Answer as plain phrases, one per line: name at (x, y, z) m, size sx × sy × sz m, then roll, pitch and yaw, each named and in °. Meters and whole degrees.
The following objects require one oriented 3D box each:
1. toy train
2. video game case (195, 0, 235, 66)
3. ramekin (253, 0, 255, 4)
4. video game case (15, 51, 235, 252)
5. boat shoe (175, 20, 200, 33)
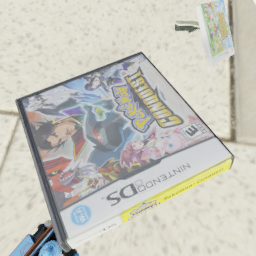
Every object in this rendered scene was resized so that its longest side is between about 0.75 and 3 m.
toy train at (-1.680, 2.451, 4.834) m, size 1.081 × 0.820 × 1.892 m, roll 29°, pitch 74°, yaw 43°
video game case at (2.063, -2.238, 6.517) m, size 1.217 × 0.147 × 1.337 m, roll -32°, pitch 110°, yaw -41°
ramekin at (2.733, -2.920, 5.380) m, size 0.562 × 1.154 × 1.154 m, roll -25°, pitch 64°, yaw 14°
video game case at (-0.260, 0.031, 4.540) m, size 2.590 × 0.365 × 2.866 m, roll -24°, pitch 53°, yaw -11°
boat shoe at (1.729, -2.831, 7.914) m, size 0.903 × 0.299 × 0.337 m, roll -6°, pitch 46°, yaw -19°
